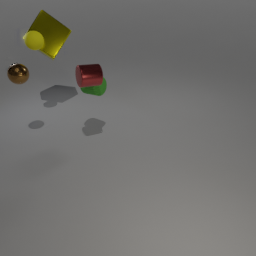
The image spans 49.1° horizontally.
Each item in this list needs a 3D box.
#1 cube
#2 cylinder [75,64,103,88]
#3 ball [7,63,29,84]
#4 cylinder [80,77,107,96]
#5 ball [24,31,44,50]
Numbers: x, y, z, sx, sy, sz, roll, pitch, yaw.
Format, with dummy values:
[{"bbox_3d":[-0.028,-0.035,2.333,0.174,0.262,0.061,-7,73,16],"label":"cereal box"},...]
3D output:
[{"bbox_3d":[-3.407,-3.876,11.892,1.400,1.400,1.400,32,1,-20],"label":"cube"},{"bbox_3d":[-1.240,-1.671,8.922,0.700,0.700,0.700,-10,31,-25],"label":"cylinder"},{"bbox_3d":[-3.694,-1.822,9.438,0.700,0.700,0.700,0,30,0],"label":"ball"},{"bbox_3d":[-1.244,-1.542,10.049,0.700,0.700,0.700,14,33,34],"label":"cylinder"},{"bbox_3d":[-3.527,-3.287,10.531,0.700,0.700,0.700,0,30,0],"label":"ball"}]
